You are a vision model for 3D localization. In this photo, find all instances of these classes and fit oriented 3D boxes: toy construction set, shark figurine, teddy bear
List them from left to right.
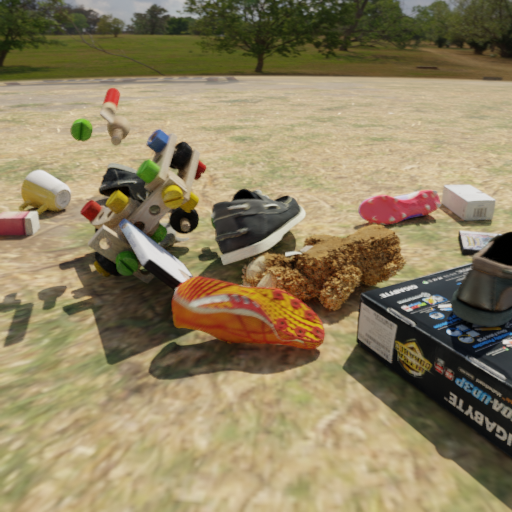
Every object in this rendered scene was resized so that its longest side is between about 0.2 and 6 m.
[{"bbox_3d":[-2.027,-1.025,9.370,2.527,3.030,2.328,-19,32,3],"label":"toy construction set"},{"bbox_3d":[-1.892,-0.618,11.266,0.833,0.582,1.394,-13,28,-32],"label":"shark figurine"},{"bbox_3d":[1.062,0.258,9.014,2.606,0.870,1.890,-21,22,-25],"label":"teddy bear"}]

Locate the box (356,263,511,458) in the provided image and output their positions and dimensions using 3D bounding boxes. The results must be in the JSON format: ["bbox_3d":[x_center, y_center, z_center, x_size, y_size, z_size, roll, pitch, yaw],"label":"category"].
[{"bbox_3d":[3.498,0.957,7.073,3.511,0.808,2.791,-12,25,-27],"label":"box"}]

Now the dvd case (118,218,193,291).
[{"bbox_3d":[-1.384,0.150,8.650,0.173,1.406,1.970,-49,31,0],"label":"dvd case"}]

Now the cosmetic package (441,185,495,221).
[{"bbox_3d":[4.837,-1.240,12.839,0.688,0.501,1.354,-2,24,-6],"label":"cosmetic package"}]

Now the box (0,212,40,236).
[{"bbox_3d":[-4.923,-0.671,11.583,0.718,0.391,0.459,-1,22,-3],"label":"box"}]

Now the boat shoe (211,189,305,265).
[{"bbox_3d":[0.092,-0.811,10.503,1.182,1.113,3.291,-23,6,24],"label":"boat shoe"}]

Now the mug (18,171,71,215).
[{"bbox_3d":[-4.823,-1.342,12.961,0.892,1.086,0.870,21,-4,23],"label":"mug"}]

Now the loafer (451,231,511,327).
[{"bbox_3d":[3.250,0.078,7.041,0.906,0.793,2.522,19,29,34],"label":"loafer"}]

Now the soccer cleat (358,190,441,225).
[{"bbox_3d":[3.115,-1.051,12.389,2.004,0.669,0.766,-12,-4,-16],"label":"soccer cleat"}]

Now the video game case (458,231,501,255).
[{"bbox_3d":[4.450,-0.228,10.854,0.940,0.133,1.041,6,23,13],"label":"video game case"}]

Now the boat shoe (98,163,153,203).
[{"bbox_3d":[-2.660,-1.547,13.503,2.395,0.860,0.810,14,63,16],"label":"boat shoe"}]

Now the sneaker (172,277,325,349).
[{"bbox_3d":[-0.099,0.840,7.520,2.068,0.798,0.755,16,44,3],"label":"sneaker"}]
